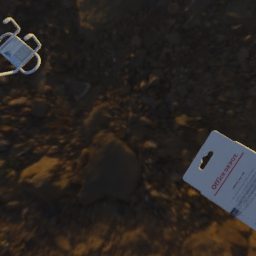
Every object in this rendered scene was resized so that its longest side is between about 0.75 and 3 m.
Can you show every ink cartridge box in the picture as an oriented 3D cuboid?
[{"bbox_3d":[2.540,1.192,5.979,2.346,0.796,1.361,34,99,20],"label":"ink cartridge box"}]

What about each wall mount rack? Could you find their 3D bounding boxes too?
[{"bbox_3d":[-3.163,-1.897,7.075,1.886,0.703,1.639,39,83,28],"label":"wall mount rack"}]
